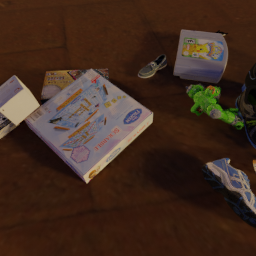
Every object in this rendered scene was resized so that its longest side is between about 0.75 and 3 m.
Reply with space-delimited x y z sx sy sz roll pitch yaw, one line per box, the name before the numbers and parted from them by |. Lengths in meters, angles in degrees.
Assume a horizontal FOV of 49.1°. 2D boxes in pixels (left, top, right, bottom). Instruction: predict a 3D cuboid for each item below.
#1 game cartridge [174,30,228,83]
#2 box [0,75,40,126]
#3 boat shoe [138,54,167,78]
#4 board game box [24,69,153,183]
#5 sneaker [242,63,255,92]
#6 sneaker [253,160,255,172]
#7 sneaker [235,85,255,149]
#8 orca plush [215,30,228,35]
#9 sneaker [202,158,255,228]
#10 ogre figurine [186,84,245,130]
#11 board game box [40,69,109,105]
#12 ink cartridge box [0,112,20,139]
game cartridge | 2.762 -2.777 10.493 1.844 0.560 2.766 11 50 5
box | -3.207 -0.820 7.972 0.864 0.677 1.390 -42 39 -6
boat shoe | 0.880 -2.242 10.060 1.351 0.417 0.492 -33 57 -26
board game box | -1.090 -0.207 7.883 2.564 0.529 2.570 39 68 24
sneaker | 4.535 -0.849 8.378 0.996 1.107 2.841 -19 52 -16
sneaker | 3.733 1.039 7.283 1.073 0.404 0.473 -2 80 -14
sneaker | 3.803 -0.244 7.911 0.866 1.012 2.443 -7 52 -7
orca plush | 3.813 -3.922 11.629 0.756 0.269 0.397 -8 49 -7
sneaker | 2.639 1.453 6.613 0.754 0.741 1.958 -25 55 -16
ogre figurine | 2.474 -0.713 8.294 1.180 0.966 1.968 7 55 -42
board game box | -1.698 -1.358 9.316 2.153 0.372 1.458 -3 49 -2
ink cartridge box | -3.915 0.071 8.114 0.640 0.301 1.362 28 55 23
